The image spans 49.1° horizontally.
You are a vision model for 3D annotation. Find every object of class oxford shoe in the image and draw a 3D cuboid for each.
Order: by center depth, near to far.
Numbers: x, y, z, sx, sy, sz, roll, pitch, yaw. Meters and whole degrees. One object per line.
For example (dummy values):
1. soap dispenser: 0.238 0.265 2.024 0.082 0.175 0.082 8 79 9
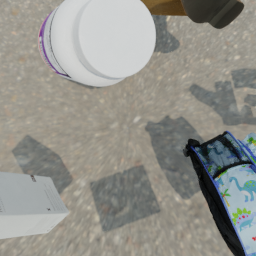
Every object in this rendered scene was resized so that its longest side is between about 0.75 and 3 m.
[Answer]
1. oxford shoe: 1.288 -2.349 4.797 0.846 2.372 0.845 -40 76 27

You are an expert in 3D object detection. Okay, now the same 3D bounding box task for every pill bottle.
1. pill bottle: -0.706 -1.645 5.288 1.631 2.928 1.631 -6 106 -23

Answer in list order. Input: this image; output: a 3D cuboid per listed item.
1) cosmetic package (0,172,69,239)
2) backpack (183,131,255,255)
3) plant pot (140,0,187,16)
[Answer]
1. cosmetic package: -1.864 1.283 4.699 0.648 1.598 0.902 -44 63 9
2. backpack: 1.909 1.069 4.415 1.340 1.669 1.823 -25 37 10
3. plant pot: -0.014 -3.839 6.310 2.972 2.770 2.770 -4 65 6
